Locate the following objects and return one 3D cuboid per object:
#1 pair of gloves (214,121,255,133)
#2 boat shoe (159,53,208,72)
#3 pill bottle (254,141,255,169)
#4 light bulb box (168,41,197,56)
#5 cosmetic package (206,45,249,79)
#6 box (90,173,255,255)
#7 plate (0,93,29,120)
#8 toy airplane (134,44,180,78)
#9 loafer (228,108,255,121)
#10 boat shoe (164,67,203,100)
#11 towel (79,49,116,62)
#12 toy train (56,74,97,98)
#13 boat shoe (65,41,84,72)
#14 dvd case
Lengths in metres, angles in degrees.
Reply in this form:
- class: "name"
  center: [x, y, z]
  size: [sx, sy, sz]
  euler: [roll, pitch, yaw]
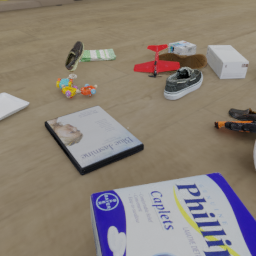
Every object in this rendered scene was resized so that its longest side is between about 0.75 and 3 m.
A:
- class: "pair of gloves"
  center: [4.050, -0.042, 8.239]
  size: [2.627, 0.365, 2.948]
  euler: [-1, 2, 9]
- class: "boat shoe"
  center: [2.624, -3.191, 13.841]
  size: [2.575, 0.929, 0.927]
  euler: [2, 1, 22]
- class: "pill bottle"
  center: [4.413, 0.702, 6.727]
  size: [1.307, 1.307, 2.314]
  euler: [-31, 20, -38]
- class: "light bulb box"
  center: [2.981, -4.291, 15.477]
  size: [1.100, 0.692, 1.109]
  euler: [-21, 39, -28]
- class: "cosmetic package"
  center: [4.803, -3.299, 13.816]
  size: [1.257, 0.916, 2.473]
  euler: [-1, 35, -1]
- class: "box"
  center: [0.874, 2.257, 4.903]
  size: [2.741, 1.438, 2.520]
  euler: [-7, 35, -12]
- class: "plate"
  center: [-4.829, -0.745, 10.512]
  size: [1.626, 0.263, 1.630]
  euler: [21, 39, 27]
- class: "toy airplane"
  center: [1.430, -3.337, 13.690]
  size: [2.291, 0.421, 2.291]
  euler: [-6, 56, 10]
- class: "loafer"
  center: [4.264, -0.513, 9.963]
  size: [1.321, 0.478, 0.481]
  euler: [19, 39, 27]
- class: "boat shoe"
  center: [2.472, -2.098, 11.906]
  size: [0.986, 0.970, 2.737]
  euler: [21, 39, 28]
- class: "towel"
  center: [-1.822, -4.093, 15.584]
  size: [2.153, 0.252, 1.642]
  euler: [-6, 33, -9]
- class: "toy train"
  center: [-2.182, -1.642, 11.712]
  size: [1.342, 0.497, 1.786]
  euler: [-24, 43, -33]
- class: "boat shoe"
  center: [-2.072, -2.831, 10.857]
  size: [0.482, 0.427, 1.317]
  euler: [9, 75, 21]
- class: "dvd case"
  center: [-1.188, 0.226, 9.046]
  size: [2.124, 0.261, 2.977]
  euler: [-20, 39, -27]
